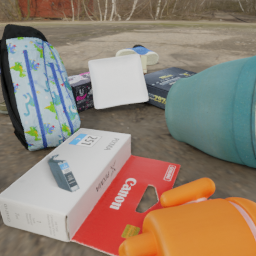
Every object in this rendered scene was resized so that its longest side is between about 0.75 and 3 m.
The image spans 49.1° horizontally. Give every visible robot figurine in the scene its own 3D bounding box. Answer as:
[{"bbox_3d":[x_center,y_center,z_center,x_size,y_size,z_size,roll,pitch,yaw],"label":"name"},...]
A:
[{"bbox_3d":[1.004,1.560,3.574,2.176,1.269,1.565,-6,24,-12],"label":"robot figurine"}]

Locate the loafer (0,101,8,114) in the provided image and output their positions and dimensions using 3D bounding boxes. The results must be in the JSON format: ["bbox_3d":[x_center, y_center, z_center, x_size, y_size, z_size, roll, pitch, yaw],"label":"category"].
[{"bbox_3d":[-3.738,-1.034,9.727,0.744,0.689,1.978,13,28,26],"label":"loafer"}]

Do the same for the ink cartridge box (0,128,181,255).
[{"bbox_3d":[-0.475,0.990,5.510,2.562,0.650,2.908,8,27,18],"label":"ink cartridge box"}]

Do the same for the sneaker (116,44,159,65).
[{"bbox_3d":[0.310,-4.121,15.851,2.595,0.996,1.443,-8,32,-25],"label":"sneaker"}]

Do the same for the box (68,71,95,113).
[{"bbox_3d":[-1.576,-1.358,10.047,1.147,0.996,1.736,21,32,37],"label":"box"}]

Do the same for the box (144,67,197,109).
[{"bbox_3d":[1.816,-1.533,10.578,2.272,0.735,2.881,25,34,36],"label":"box"}]

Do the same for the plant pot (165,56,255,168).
[{"bbox_3d":[2.288,-0.381,6.622,2.362,2.514,2.514,4,21,44],"label":"plant pot"}]

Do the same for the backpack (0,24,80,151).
[{"bbox_3d":[-2.290,-0.795,7.139,2.105,2.234,2.738,3,62,-18],"label":"backpack"}]

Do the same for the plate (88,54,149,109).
[{"bbox_3d":[-0.332,-1.526,9.290,1.771,1.767,0.286,-9,-17,-3],"label":"plate"}]

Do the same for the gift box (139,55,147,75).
[{"bbox_3d":[0.406,-3.007,13.538,0.964,0.976,1.045,1,10,-1],"label":"gift box"}]
